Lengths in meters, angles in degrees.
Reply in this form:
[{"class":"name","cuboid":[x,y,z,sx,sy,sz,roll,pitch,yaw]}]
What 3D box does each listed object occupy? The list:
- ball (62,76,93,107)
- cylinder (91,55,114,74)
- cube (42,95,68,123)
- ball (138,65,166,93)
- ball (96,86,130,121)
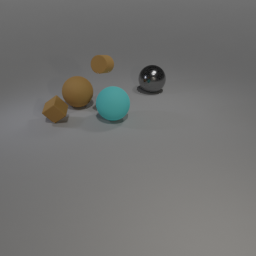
[{"class":"ball","cuboid":[-2.273,-1.639,12.662,1.400,1.400,1.400,0,29,0]},{"class":"cylinder","cuboid":[-0.991,-2.482,10.901,0.700,0.700,0.700,11,17,19]},{"class":"cube","cuboid":[-2.964,-0.761,11.442,0.700,0.700,0.700,-30,36,22]},{"class":"ball","cuboid":[1.228,-2.502,14.282,1.400,1.400,1.400,0,29,0]},{"class":"ball","cuboid":[-0.615,-1.003,11.493,1.400,1.400,1.400,0,29,0]}]
